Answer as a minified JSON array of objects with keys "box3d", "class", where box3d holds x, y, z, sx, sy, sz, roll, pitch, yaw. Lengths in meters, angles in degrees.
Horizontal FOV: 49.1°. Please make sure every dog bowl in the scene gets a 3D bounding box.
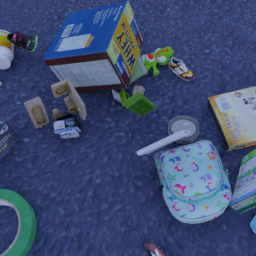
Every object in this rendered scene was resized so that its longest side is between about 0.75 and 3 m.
[{"box3d":[1.958,0.083,9.907,1.160,0.340,1.160,-3,48,3],"class":"dog bowl"}]

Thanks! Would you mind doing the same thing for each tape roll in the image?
[{"box3d":[-3.934,3.001,8.160,2.378,0.572,2.378,0,60,0],"class":"tape roll"}]

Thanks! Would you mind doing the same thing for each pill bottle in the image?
[{"box3d":[-5.236,-3.240,11.675,0.874,0.874,1.574,-10,59,-6],"class":"pill bottle"}]

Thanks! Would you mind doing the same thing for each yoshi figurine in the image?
[{"box3d":[1.028,-2.708,11.539,1.786,1.004,1.000,-24,21,2],"class":"yoshi figurine"}]

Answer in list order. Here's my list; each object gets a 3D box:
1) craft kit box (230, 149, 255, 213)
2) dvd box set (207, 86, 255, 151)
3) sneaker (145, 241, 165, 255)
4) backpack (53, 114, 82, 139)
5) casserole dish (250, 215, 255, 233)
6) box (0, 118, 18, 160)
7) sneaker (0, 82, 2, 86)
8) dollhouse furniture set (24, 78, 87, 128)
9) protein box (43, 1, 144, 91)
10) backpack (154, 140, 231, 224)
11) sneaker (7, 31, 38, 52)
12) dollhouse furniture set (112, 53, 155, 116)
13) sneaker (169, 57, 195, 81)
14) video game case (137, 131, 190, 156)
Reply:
[{"box3d":[3.940,1.236,8.097,0.502,2.071,2.045,32,52,0],"class":"craft kit box"},{"box3d":[4.647,-0.496,10.064,2.980,0.438,2.180,-14,59,1],"class":"dvd box set"},{"box3d":[0.826,3.697,7.846,0.540,0.391,1.106,-39,68,-23],"class":"sneaker"},{"box3d":[-2.135,-0.003,9.815,0.906,0.951,0.733,-3,72,2],"class":"backpack"},{"box3d":[4.030,2.872,8.475,0.501,0.161,0.828,40,68,21],"class":"casserole dish"},{"box3d":[-4.400,0.560,9.253,0.380,1.175,1.490,25,62,14],"class":"box"},{"box3d":[-5.672,-1.958,11.121,1.175,0.528,0.394,7,60,4],"class":"sneaker"},{"box3d":[-2.416,-0.451,9.602,1.654,1.573,1.347,-26,61,-17],"class":"dollhouse furniture set"},{"box3d":[-1.177,-2.965,10.493,2.655,1.791,2.636,1,57,26],"class":"protein box"},{"box3d":[1.951,1.613,8.378,2.055,1.743,2.315,-14,68,4],"class":"backpack"},{"box3d":[-4.156,-3.412,10.995,1.694,0.710,0.650,15,96,35],"class":"sneaker"},{"box3d":[0.034,-1.735,10.378,1.354,1.046,2.710,-32,57,22],"class":"dollhouse furniture set"},{"box3d":[2.183,-2.405,11.365,1.252,0.564,0.469,36,65,19],"class":"sneaker"},{"box3d":[1.090,0.436,8.312,1.426,1.300,0.157,-27,80,19],"class":"video game case"}]
